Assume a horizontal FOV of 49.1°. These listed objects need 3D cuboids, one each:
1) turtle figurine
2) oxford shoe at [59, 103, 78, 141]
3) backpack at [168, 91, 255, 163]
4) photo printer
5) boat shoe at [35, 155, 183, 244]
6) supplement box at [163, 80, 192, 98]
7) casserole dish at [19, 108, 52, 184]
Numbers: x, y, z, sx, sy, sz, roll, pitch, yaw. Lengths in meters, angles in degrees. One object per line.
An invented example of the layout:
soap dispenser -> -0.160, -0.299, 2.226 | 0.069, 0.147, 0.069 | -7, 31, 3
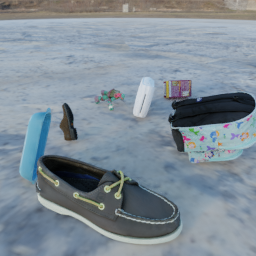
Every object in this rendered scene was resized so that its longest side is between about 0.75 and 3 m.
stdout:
turtle figurine -> -0.499, -1.049, 9.760 | 1.304, 0.656, 0.976 | 11, 27, 35
oxford shoe -> -1.663, -0.158, 7.452 | 0.436, 1.034, 0.376 | -12, -6, 11
backpack -> 2.058, -0.076, 6.479 | 1.878, 1.414, 1.667 | -15, 24, 24
photo printer -> 0.506, -0.975, 8.909 | 0.466, 1.117, 1.343 | 16, 22, -1
boat shoe -> -0.438, 1.157, 4.901 | 2.830, 0.852, 1.009 | 11, 28, 21
supplement box -> 1.839, -1.458, 10.434 | 0.964, 0.631, 0.498 | -2, 6, -6
casserole dish -> -1.895, 0.339, 5.738 | 0.310, 1.599, 0.969 | 13, 2, -7
